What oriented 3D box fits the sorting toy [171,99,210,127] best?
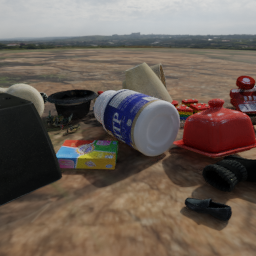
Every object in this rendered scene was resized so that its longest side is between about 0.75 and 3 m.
[{"bbox_3d":[2.463,-0.753,12.147,1.946,0.681,1.958,-7,22,-16],"label":"sorting toy"}]

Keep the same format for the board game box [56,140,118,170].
[{"bbox_3d":[-1.200,0.782,8.501,1.723,0.348,1.319,1,20,2],"label":"board game box"}]

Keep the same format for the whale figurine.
[{"bbox_3d":[-4.381,-0.637,10.466,2.412,1.919,1.251,-38,25,-19],"label":"whale figurine"}]

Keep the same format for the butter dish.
[{"bbox_3d":[2.753,-0.099,8.697,2.197,1.624,2.191,-8,11,-22],"label":"butter dish"}]

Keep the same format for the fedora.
[{"bbox_3d":[-2.388,-0.998,12.315,2.244,1.025,2.244,-1,21,0],"label":"fedora"}]

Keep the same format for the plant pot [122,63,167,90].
[{"bbox_3d":[0.842,-2.190,14.690,2.118,1.984,1.984,-8,18,16],"label":"plant pot"}]

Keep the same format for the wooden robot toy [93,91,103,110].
[{"bbox_3d":[-0.873,-1.064,12.746,1.067,1.036,2.352,4,18,-22],"label":"wooden robot toy"}]

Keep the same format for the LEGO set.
[{"bbox_3d":[-2.639,-0.162,11.123,1.139,0.497,1.754,-12,36,-25],"label":"LEGO set"}]

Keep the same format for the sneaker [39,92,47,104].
[{"bbox_3d":[-5.076,-1.348,14.027,1.994,0.782,0.897,-4,2,-22],"label":"sneaker"}]

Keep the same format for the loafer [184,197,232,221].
[{"bbox_3d":[1.731,1.677,6.073,1.017,0.357,0.345,12,23,29],"label":"loafer"}]

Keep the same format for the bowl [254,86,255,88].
[{"bbox_3d":[7.820,-1.999,15.725,1.451,0.542,1.453,-3,21,-7],"label":"bowl"}]

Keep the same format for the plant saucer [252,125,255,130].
[{"bbox_3d":[4.510,-0.019,10.956,0.821,0.151,0.820,9,22,25],"label":"plant saucer"}]

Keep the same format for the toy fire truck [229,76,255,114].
[{"bbox_3d":[6.083,-1.291,13.041,2.535,1.421,2.129,-1,44,-2],"label":"toy fire truck"}]

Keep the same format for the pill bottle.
[{"bbox_3d":[0.126,-0.353,9.522,1.765,1.765,2.948,-14,24,-33],"label":"pill bottle"}]

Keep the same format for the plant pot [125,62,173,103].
[{"bbox_3d":[0.691,-1.729,12.100,1.857,1.982,1.857,-24,13,6],"label":"plant pot"}]

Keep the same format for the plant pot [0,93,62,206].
[{"bbox_3d":[-3.400,0.359,7.099,2.413,2.140,2.407,17,26,40],"label":"plant pot"}]

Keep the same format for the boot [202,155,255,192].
[{"bbox_3d":[2.874,1.175,6.942,1.731,0.651,1.294,4,11,42],"label":"boot"}]

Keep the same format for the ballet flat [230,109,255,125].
[{"bbox_3d":[4.840,-0.442,10.895,2.979,0.691,1.004,10,24,20],"label":"ballet flat"}]
